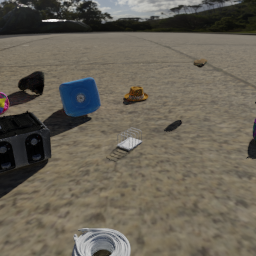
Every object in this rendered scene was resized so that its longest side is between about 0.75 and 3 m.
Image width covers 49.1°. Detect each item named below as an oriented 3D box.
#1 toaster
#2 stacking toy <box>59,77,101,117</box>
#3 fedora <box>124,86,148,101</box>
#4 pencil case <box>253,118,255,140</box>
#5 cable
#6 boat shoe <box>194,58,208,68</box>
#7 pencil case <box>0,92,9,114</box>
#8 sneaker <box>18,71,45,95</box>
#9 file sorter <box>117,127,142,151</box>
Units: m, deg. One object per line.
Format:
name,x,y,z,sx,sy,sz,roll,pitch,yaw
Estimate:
toaster,-3.679,0.385,8.816,1.950,1.280,2.157,-15,28,-31
stacking toy,-2.357,-1.571,13.324,1.633,1.545,2.814,-15,16,-10
fedora,0.440,-1.861,14.708,1.375,0.561,1.375,0,25,0
pencil case,5.379,0.170,9.803,1.873,0.865,0.797,8,50,21
cable,-0.513,2.422,5.379,1.117,0.387,1.118,-1,25,-5
boat shoe,3.452,-3.065,13.398,0.396,0.357,1.101,32,37,25
pencil case,-6.699,-1.305,12.883,2.567,1.134,1.134,12,27,27
sneaker,-5.300,-2.242,15.320,2.014,1.154,0.770,-17,-15,30
file sorter,0.067,0.361,9.834,0.555,0.498,0.800,17,29,33
